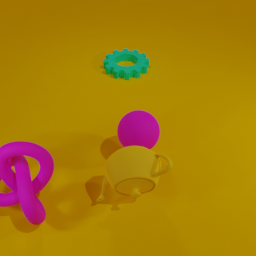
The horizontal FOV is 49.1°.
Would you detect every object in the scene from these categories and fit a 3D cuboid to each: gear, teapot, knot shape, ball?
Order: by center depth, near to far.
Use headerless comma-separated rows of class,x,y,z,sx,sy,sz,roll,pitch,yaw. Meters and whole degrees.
knot shape,-2.258,1.024,5.917,1.854,1.735,0.857,34,27,21
teapot,0.073,1.056,6.144,2.016,1.254,0.987,-26,48,26
ball,0.269,0.092,7.186,1.095,1.095,1.095,0,45,0
gear,-0.068,-2.510,10.896,1.750,0.324,1.750,0,44,0
